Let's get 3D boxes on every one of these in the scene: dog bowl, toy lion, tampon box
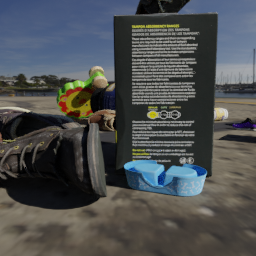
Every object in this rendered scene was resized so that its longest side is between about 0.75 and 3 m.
[{"bbox_3d":[0.511,0.703,3.980,1.174,0.291,0.655,3,8,22],"label":"dog bowl"},{"bbox_3d":[-1.649,-1.270,12.560,2.659,0.953,2.775,-36,-41,19],"label":"toy lion"},{"bbox_3d":[0.601,-0.599,5.159,1.586,2.513,1.883,1,8,4],"label":"tampon box"}]

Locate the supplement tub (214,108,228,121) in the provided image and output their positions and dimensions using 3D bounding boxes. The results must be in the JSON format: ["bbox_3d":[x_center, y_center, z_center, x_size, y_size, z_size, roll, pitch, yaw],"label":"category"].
[{"bbox_3d":[3.826,-0.579,12.009,0.763,0.555,0.555,-3,9,-22],"label":"supplement tub"}]

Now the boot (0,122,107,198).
[{"bbox_3d":[-1.642,0.527,3.783,2.370,0.942,2.722,-9,7,-21],"label":"boot"}]

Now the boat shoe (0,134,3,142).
[{"bbox_3d":[-3.193,0.391,4.976,1.823,0.641,0.642,-4,8,-20],"label":"boat shoe"}]

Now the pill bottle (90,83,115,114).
[{"bbox_3d":[-0.055,-0.909,10.596,2.908,1.626,1.626,7,11,42],"label":"pill bottle"}]

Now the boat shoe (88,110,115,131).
[{"bbox_3d":[-0.520,-0.232,9.228,1.836,0.695,0.659,1,10,19],"label":"boat shoe"}]

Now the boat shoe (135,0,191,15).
[{"bbox_3d":[0.884,-3.111,6.789,1.057,0.995,2.942,38,-26,-6],"label":"boat shoe"}]

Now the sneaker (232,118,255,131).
[{"bbox_3d":[3.969,-0.146,9.431,0.855,0.425,0.297,6,11,34],"label":"sneaker"}]

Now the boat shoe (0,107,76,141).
[{"bbox_3d":[-2.545,0.011,6.609,2.655,0.955,0.860,6,3,1],"label":"boat shoe"}]
